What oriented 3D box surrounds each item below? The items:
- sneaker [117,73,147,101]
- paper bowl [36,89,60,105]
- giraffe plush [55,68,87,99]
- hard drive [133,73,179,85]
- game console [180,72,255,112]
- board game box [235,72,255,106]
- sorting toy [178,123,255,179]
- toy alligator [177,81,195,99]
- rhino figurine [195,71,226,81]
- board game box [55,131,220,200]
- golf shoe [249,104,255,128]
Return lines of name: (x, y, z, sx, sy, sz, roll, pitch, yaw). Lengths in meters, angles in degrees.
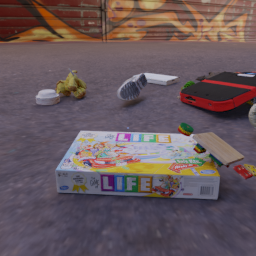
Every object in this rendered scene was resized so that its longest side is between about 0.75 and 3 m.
sneaker: (0.057, -1.344, 9.766, 0.708, 0.645, 1.727, -14, 17, 36)
paper bowl: (-2.785, -1.084, 9.699, 0.794, 0.413, 0.794, -1, 22, 0)
giraffe plush: (-2.217, -1.530, 10.402, 0.925, 1.140, 0.984, -24, 16, 22)
hard drive: (1.321, -2.327, 13.259, 1.855, 0.244, 1.223, 16, 26, 34)
game console: (3.150, -1.254, 9.150, 2.270, 0.398, 2.567, -23, 22, -15)
board game box: (5.126, -1.436, 10.071, 2.359, 0.809, 2.854, -4, 21, -8)
sorting toy: (1.486, 0.418, 4.620, 0.704, 0.247, 1.460, -4, 39, -48)
toy alligator: (2.293, -1.527, 10.806, 0.498, 0.456, 1.681, 12, 24, 29)
rhino figurine: (3.897, -2.292, 12.772, 1.770, 0.529, 0.774, -6, 21, -11)
board game box: (0.187, 0.590, 5.157, 2.558, 0.438, 1.720, 1, 21, 4)
golf shoe: (3.870, -0.318, 7.294, 2.571, 1.007, 1.250, -4, 3, -26)
